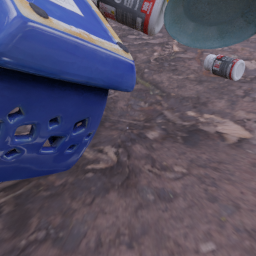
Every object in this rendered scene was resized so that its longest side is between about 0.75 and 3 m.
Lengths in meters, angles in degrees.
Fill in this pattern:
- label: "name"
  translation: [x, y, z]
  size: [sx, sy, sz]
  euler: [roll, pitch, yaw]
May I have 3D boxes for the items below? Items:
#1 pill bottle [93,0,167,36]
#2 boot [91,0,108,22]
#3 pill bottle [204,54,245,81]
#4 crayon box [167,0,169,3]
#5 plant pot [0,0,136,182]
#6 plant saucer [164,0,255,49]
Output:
- label: "pill bottle"
  translation: [-0.151, -4.377, 9.253]
  size: [2.984, 1.729, 1.729]
  euler: [25, 38, 8]
- label: "boot"
  translation: [-1.026, -3.565, 8.728]
  size: [0.379, 1.048, 0.871]
  euler: [-34, 18, 15]
- label: "pill bottle"
  translation: [2.322, -1.494, 6.812]
  size: [0.506, 0.506, 0.873]
  euler: [-25, 39, -33]
- label: "crayon box"
  translation: [1.838, -4.028, 7.913]
  size: [1.480, 2.491, 0.726]
  euler: [5, 39, 35]
- label: "plant pot"
  translation: [-1.796, -1.044, 4.240]
  size: [2.908, 2.615, 2.908]
  euler: [1, 52, -57]
- label: "plant saucer"
  translation: [1.865, -2.487, 5.799]
  size: [2.257, 2.257, 0.435]
  euler: [1, 70, 2]
